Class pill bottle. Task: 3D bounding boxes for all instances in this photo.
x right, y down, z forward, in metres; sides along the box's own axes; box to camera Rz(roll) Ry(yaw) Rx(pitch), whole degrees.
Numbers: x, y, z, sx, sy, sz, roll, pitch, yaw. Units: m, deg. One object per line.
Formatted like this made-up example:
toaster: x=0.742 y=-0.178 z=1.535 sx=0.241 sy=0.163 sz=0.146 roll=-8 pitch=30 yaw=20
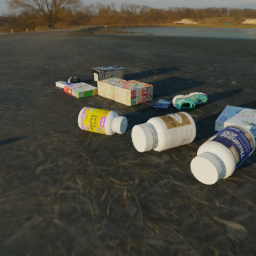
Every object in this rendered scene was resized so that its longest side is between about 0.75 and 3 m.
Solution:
pill bottle: x=-0.977 y=-0.254 z=11.022 sx=1.805 sy=0.941 sz=0.941 roll=10 pitch=26 yaw=23
pill bottle: x=2.756 y=0.759 z=8.173 sx=1.132 sy=1.132 sz=2.041 roll=22 pitch=39 yaw=40
pill bottle: x=1.237 y=0.164 z=9.766 sx=2.050 sy=1.172 sz=1.172 roll=-12 pitch=26 yaw=-26

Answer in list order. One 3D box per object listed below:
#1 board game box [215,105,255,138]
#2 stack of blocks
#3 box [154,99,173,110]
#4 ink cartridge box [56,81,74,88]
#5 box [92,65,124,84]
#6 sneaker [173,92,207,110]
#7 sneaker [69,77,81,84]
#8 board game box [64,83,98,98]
board game box: x=4.987 y=-0.268 z=11.614 sx=2.207 sy=0.481 sz=2.218 roll=13 pitch=27 yaw=27
stack of blocks: x=-0.191 y=-2.068 z=15.295 sx=1.606 sy=0.817 sz=2.789 roll=-20 pitch=30 yaw=-38
box: x=1.756 y=-1.158 z=14.017 sx=0.710 sy=0.190 sz=1.172 roll=9 pitch=24 yaw=20
ink cartridge box: x=-3.923 y=-2.696 z=17.450 sx=1.146 sy=0.253 sz=0.539 roll=19 pitch=31 yaw=36
box: x=-1.303 y=-3.478 z=18.380 sx=1.754 sy=0.939 sz=1.302 roll=-13 pitch=27 yaw=-27
sneaker: x=3.129 y=-1.246 z=13.873 sx=1.851 sy=0.717 sz=0.737 roll=-12 pitch=44 yaw=-15
sneaker: x=-3.423 y=-3.051 z=18.081 sx=0.466 sy=0.438 sz=1.138 roll=15 pitch=28 yaw=17
board game box: x=-2.718 y=-2.210 z=16.220 sx=1.310 sy=0.345 sz=1.712 roll=-18 pitch=29 yaw=-35
